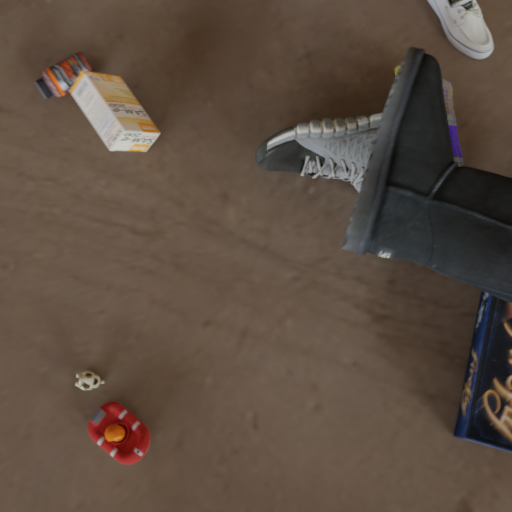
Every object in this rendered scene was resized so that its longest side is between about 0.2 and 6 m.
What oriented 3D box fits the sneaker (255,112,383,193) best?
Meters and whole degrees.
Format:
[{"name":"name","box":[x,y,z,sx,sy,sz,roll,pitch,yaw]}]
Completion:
[{"name":"sneaker","box":[1.384,-1.377,8.986,2.628,0.986,1.518,-13,77,-5]}]

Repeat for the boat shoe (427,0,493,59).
[{"name":"boat shoe","box":[3.619,-4.319,9.959,0.654,0.594,1.778,-32,77,-8]}]

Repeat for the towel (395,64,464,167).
[{"name":"towel","box":[2.862,-2.149,9.177,1.407,0.223,1.959,10,71,-34]}]

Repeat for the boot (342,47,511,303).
[{"name":"boot","box":[3.521,-0.981,7.809,3.906,1.282,3.219,17,81,9]}]

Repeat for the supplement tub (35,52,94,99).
[{"name":"supplement tub","box":[-3.305,-3.085,9.674,0.949,0.508,0.508,-34,77,-9]}]

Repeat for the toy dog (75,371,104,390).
[{"name":"toy dog","box":[-2.510,1.889,8.374,0.399,0.412,0.287,16,76,5]}]

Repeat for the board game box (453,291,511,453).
[{"name":"board game box","box":[4.748,1.040,8.276,2.748,0.702,4.056,14,78,7]}]

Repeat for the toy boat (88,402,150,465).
[{"name":"toy boat","box":[-1.995,2.565,8.073,0.971,0.634,0.633,36,78,10]}]

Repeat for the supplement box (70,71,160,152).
[{"name":"supplement box","box":[-2.326,-2.375,9.254,0.495,0.848,1.345,-43,76,30]}]
